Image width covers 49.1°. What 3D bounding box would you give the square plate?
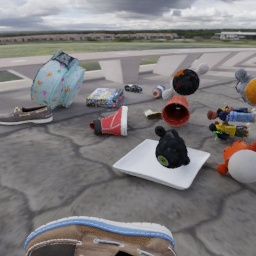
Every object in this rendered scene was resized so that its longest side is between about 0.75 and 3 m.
[{"bbox_3d":[1.024,1.009,8.076,2.164,0.308,2.144,12,24,28],"label":"square plate"}]

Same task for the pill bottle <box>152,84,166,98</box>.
[{"bbox_3d":[1.644,-1.990,15.261,0.578,0.578,1.088,9,23,21],"label":"pill bottle"}]

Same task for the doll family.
[{"bbox_3d":[3.372,-0.200,9.357,1.432,2.478,0.972,9,61,17],"label":"doll family"}]

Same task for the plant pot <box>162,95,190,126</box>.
[{"bbox_3d":[1.971,-0.814,11.292,1.106,1.106,1.075,5,35,13],"label":"plant pot"}]

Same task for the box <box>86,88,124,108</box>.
[{"bbox_3d":[-1.118,-1.585,14.449,1.501,0.414,2.198,4,22,9],"label":"box"}]

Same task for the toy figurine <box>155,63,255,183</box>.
[{"bbox_3d":[2.230,-0.192,7.368,2.922,2.877,2.033,12,11,10],"label":"toy figurine"}]

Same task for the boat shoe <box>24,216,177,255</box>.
[{"bbox_3d":[-0.445,2.077,4.564,2.556,0.923,0.925,-2,23,-4],"label":"boat shoe"}]

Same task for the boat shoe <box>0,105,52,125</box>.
[{"bbox_3d":[-4.291,-0.566,11.551,2.225,0.662,0.799,-4,22,-9],"label":"boat shoe"}]

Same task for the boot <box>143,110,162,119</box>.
[{"bbox_3d":[1.110,-0.622,12.225,0.792,0.285,0.612,-7,22,-14],"label":"boot"}]

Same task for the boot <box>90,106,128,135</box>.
[{"bbox_3d":[-0.723,-0.331,10.962,1.445,0.726,2.004,0,25,3],"label":"boot"}]

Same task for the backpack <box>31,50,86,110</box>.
[{"bbox_3d":[-3.295,-2.064,13.147,2.008,2.303,2.620,32,38,2],"label":"backpack"}]

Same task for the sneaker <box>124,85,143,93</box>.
[{"bbox_3d":[0.396,-2.363,16.381,1.207,0.468,0.521,16,23,34],"label":"sneaker"}]
